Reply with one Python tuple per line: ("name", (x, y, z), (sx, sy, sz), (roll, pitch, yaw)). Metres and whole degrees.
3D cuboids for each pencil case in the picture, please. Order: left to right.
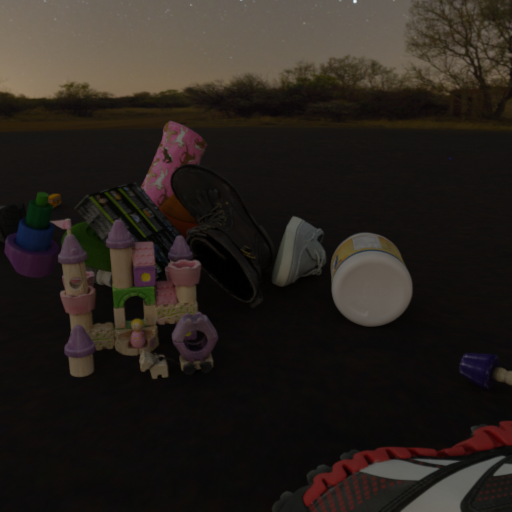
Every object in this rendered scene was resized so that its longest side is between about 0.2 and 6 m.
("pencil case", (-2.049, -1.718, 12.705), (1.041, 2.516, 1.088), (24, -2, -21))

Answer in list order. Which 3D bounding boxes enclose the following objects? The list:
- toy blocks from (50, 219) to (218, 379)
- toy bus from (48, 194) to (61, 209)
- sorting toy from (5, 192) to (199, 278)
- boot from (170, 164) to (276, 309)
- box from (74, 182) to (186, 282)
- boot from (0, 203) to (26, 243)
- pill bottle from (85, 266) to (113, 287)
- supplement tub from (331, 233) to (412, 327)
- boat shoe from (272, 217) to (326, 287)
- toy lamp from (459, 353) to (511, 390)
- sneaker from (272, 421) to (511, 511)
("toy blocks", (-1.561, 0.357, 7.114), (1.880, 1.694, 2.012), (-3, 17, -13))
("toy bus", (-5.782, -1.522, 15.825), (0.260, 0.313, 0.800), (1, 17, 2))
("sorting toy", (-2.232, -0.688, 9.672), (1.458, 1.448, 4.205), (33, 25, 28))
("boot", (-0.660, -0.464, 9.181), (2.690, 0.931, 2.342), (45, 15, 1))
("box", (-1.928, -0.399, 9.286), (0.401, 1.689, 1.631), (-40, 2, 24))
("boot", (-5.979, -0.616, 12.154), (1.693, 0.898, 2.572), (-8, 7, -15))
("pill bottle", (-2.700, 0.238, 9.548), (0.767, 0.434, 0.434), (20, 23, 18))
("supplement tub", (1.679, 0.289, 8.389), (1.106, 1.106, 1.529), (2, 16, 6))
("boat shoe", (0.856, -0.078, 10.020), (0.862, 0.845, 2.422), (18, 23, 4))
("toy lamp", (2.915, 1.378, 5.996), (1.427, 0.415, 0.415), (15, 22, 39))
("sneaker", (1.284, 1.807, 3.636), (2.521, 0.891, 1.232), (-5, 15, -21))
